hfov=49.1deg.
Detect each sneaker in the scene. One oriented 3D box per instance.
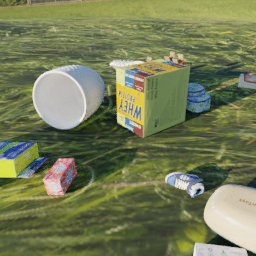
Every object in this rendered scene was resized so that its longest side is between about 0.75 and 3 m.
[{"bbox_3d":[1.280,1.275,6.226,0.819,0.330,0.599,4,22,-4],"label":"sneaker"},{"bbox_3d":[-0.003,-1.895,11.229,0.993,1.528,2.647,4,7,-34],"label":"sneaker"}]

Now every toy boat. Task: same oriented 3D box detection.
[{"bbox_3d":[2.555,1.525,5.250,1.768,0.977,2.103,17,39,39],"label":"toy boat"}]

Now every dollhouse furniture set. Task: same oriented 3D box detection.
[{"bbox_3d":[1.507,-2.671,13.246,1.918,0.988,1.898,-41,42,-17],"label":"dollhouse furniture set"}]

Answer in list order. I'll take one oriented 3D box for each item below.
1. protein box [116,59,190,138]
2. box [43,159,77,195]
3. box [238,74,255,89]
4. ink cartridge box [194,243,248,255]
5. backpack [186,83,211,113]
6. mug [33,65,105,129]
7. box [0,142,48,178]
[{"bbox_3d":[0.787,-1.031,9.029,1.954,1.940,1.318,-20,33,-35],"label":"protein box"},{"bbox_3d":[-1.532,1.103,6.426,0.404,0.438,0.854,-2,25,13],"label":"box"},{"bbox_3d":[5.585,-2.138,12.852,0.916,0.499,0.586,12,29,23],"label":"box"},{"bbox_3d":[1.383,2.425,3.948,0.839,0.331,1.688,5,26,9],"label":"ink cartridge box"},{"bbox_3d":[2.429,-1.125,10.418,1.101,0.884,1.203,-21,37,-29],"label":"backpack"},{"bbox_3d":[-2.039,-1.085,9.608,2.530,1.868,2.218,-23,12,25],"label":"mug"},{"bbox_3d":[-3.211,0.750,6.834,2.098,0.500,1.279,0,15,5],"label":"box"}]
